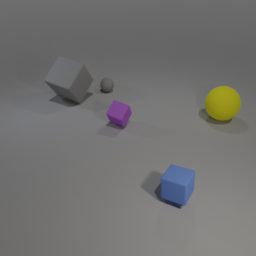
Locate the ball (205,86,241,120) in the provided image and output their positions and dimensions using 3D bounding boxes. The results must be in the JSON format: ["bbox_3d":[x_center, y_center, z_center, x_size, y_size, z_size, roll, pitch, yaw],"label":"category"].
[{"bbox_3d":[3.886,-1.011,11.505,1.400,1.400,1.400,0,30,0],"label":"ball"}]

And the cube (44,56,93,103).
[{"bbox_3d":[-2.694,-2.219,12.955,1.400,1.400,1.400,21,75,20],"label":"cube"}]

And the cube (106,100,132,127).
[{"bbox_3d":[-0.345,-0.571,11.139,0.700,0.700,0.700,22,73,18],"label":"cube"}]

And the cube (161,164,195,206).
[{"bbox_3d":[1.345,1.515,7.539,0.700,0.700,0.700,13,34,29],"label":"cube"}]

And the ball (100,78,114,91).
[{"bbox_3d":[-1.068,-2.222,14.318,0.700,0.700,0.700,0,30,0],"label":"ball"}]
